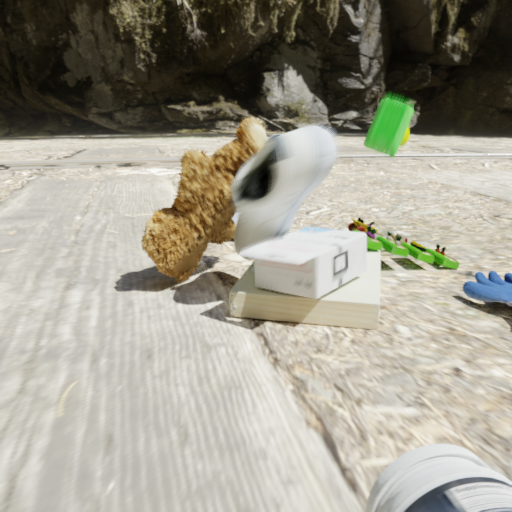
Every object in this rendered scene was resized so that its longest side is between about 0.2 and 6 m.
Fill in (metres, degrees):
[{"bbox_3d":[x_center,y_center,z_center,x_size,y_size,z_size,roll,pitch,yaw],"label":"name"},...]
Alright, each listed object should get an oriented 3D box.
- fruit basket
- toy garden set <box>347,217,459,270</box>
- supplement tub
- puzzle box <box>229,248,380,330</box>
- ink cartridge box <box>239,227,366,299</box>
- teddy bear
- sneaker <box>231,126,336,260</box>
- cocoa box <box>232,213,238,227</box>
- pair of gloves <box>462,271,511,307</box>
[{"bbox_3d":[2.178,-2.048,9.062,0.647,0.897,0.897,23,21,11],"label":"fruit basket"},{"bbox_3d":[2.544,-0.297,10.029,1.746,0.348,1.455,13,12,-12],"label":"toy garden set"},{"bbox_3d":[1.150,1.660,2.772,0.920,0.920,1.312,-3,16,-9],"label":"supplement tub"},{"bbox_3d":[0.905,0.319,8.564,1.976,0.378,2.970,3,16,12],"label":"puzzle box"},{"bbox_3d":[0.653,0.090,7.490,0.999,0.575,1.725,9,19,36],"label":"ink cartridge box"},{"bbox_3d":[-0.711,-0.936,8.717,0.925,2.770,2.008,39,11,19],"label":"teddy bear"},{"bbox_3d":[0.069,-0.838,7.846,0.948,2.677,0.977,-3,58,-27],"label":"sneaker"},{"bbox_3d":[-0.121,-0.883,11.551,1.085,0.723,0.712,12,0,8],"label":"cocoa box"},{"bbox_3d":[4.259,0.623,7.730,2.565,0.292,2.062,2,14,3],"label":"pair of gloves"}]
